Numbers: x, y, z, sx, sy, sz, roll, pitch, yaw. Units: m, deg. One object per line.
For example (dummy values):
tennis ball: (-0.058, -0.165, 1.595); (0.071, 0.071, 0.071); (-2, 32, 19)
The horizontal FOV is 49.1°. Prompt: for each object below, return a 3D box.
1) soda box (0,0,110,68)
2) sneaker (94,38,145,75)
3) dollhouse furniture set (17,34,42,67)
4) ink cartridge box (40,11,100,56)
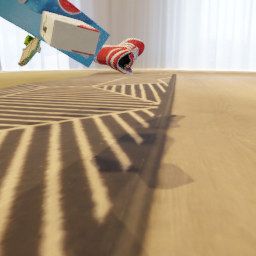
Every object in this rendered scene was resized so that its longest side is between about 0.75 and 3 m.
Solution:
soda box: (-1.727, -2.396, 5.835); (0.941, 0.995, 2.934); (44, 13, 31)
sneaker: (0.071, -2.281, 8.838); (1.216, 0.770, 2.162); (29, 40, 35)
dollhouse furniture set: (-3.229, -3.064, 10.315); (1.102, 2.206, 0.852); (-26, -42, 35)
ink cartridge box: (-0.976, -1.545, 4.549); (0.717, 0.416, 0.994); (5, 25, -29)
